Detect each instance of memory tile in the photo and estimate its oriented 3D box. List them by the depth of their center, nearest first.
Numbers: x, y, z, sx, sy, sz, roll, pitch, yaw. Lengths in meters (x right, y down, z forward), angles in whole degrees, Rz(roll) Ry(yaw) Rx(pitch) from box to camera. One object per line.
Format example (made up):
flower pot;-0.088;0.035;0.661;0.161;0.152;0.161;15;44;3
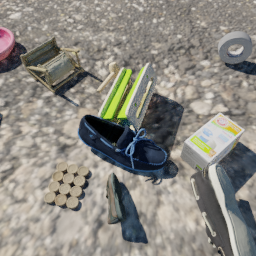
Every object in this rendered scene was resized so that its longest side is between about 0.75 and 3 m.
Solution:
memory tile;-1.665;1.533;7.644;0.972;0.106;1.268;10;54;7

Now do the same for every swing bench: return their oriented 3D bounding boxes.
swing bench;-2.697;-2.326;10.084;1.542;1.000;1.534;32;59;28

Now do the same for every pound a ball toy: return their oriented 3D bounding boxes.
pound a ball toy;-0.108;-1.022;9.159;1.762;1.148;2.702;-3;48;31

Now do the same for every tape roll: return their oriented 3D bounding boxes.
tape roll;3.981;-2.974;10.420;1.188;1.188;0.392;5;53;4

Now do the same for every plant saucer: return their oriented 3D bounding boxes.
plant saucer;-5.466;-3.209;11.021;2.060;0.522;2.060;0;53;0

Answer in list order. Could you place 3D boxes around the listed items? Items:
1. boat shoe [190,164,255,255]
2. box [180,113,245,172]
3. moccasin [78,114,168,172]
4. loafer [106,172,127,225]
boat shoe;2.212;2.292;6.577;1.048;0.856;2.836;11;57;-49
box;2.398;0.446;8.016;1.620;0.821;0.911;-35;61;-24
moccasin;-0.181;0.439;7.853;2.735;0.932;1.100;18;51;4
loafer;-0.409;1.753;7.098;0.458;0.523;1.456;-27;39;8
